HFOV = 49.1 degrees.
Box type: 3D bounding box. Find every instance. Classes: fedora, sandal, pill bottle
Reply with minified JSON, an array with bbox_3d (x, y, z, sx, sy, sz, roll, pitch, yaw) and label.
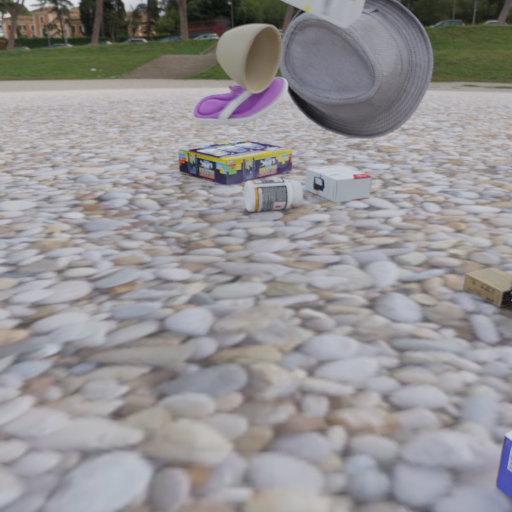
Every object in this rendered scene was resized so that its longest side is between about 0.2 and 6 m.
[{"bbox_3d":[1.734,-3.824,11.198,3.255,2.879,1.470,39,31,13],"label":"fedora"},{"bbox_3d":[-0.383,-2.670,9.649,1.967,0.801,0.484,-7,-27,33],"label":"sandal"},{"bbox_3d":[0.366,-1.316,12.111,1.169,0.680,0.680,-5,21,-14],"label":"pill bottle"}]

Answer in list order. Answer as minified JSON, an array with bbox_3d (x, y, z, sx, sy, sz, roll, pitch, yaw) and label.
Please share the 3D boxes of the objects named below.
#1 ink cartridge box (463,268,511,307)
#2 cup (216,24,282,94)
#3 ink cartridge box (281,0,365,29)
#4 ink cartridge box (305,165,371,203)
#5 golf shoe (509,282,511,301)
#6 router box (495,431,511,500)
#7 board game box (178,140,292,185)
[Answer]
[{"bbox_3d":[3.442,0.440,8.024,0.586,0.267,0.711,-8,22,-22],"label":"ink cartridge box"},{"bbox_3d":[-0.185,-3.210,8.903,0.744,1.040,1.040,27,31,24],"label":"cup"},{"bbox_3d":[0.935,-3.819,7.718,1.170,0.849,0.488,31,55,15],"label":"ink cartridge box"},{"bbox_3d":[1.936,-1.738,13.374,0.988,0.561,1.355,-10,23,-24],"label":"ink cartridge box"},{"bbox_3d":[3.894,0.342,7.253,0.872,0.687,1.893,-38,-6,41],"label":"golf shoe"},{"bbox_3d":[3.293,1.821,3.970,1.974,0.537,2.199,-10,23,-25],"label":"router box"},{"bbox_3d":[-0.563,-2.649,15.619,2.491,0.706,2.059,-18,29,-40],"label":"board game box"}]
